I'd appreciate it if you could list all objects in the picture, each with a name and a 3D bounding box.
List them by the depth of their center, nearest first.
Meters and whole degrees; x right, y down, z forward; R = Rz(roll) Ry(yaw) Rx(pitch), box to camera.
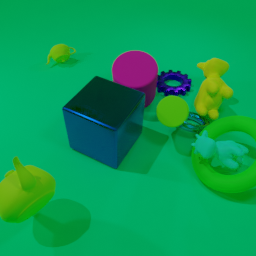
[{"bbox_3d":[-1.893,1.099,5.048,0.861,1.759,1.094,46,53,12],"label":"teapot"},{"bbox_3d":[1.972,0.451,6.050,1.042,0.581,1.059,30,20,27],"label":"cow figurine"},{"bbox_3d":[2.283,0.538,6.201,1.830,0.366,1.830,-20,50,27],"label":"ring"},{"bbox_3d":[1.058,-0.387,6.534,0.707,0.707,0.707,13,7,13],"label":"cylinder"},{"bbox_3d":[-0.529,-0.157,6.705,1.385,1.385,1.385,22,50,18],"label":"cube"},{"bbox_3d":[1.647,-0.178,7.347,1.065,0.213,1.065,11,26,-5],"label":"ring"},{"bbox_3d":[2.245,-1.109,7.646,0.825,1.504,1.480,16,27,-15],"label":"cow figurine"},{"bbox_3d":[0.196,-1.292,7.737,1.201,1.201,1.201,-1,65,2],"label":"cylinder"},{"bbox_3d":[1.401,-1.406,8.748,1.135,0.210,1.135,0,46,0],"label":"gear"},{"bbox_3d":[-2.301,-2.468,9.479,1.105,0.687,0.541,-21,82,-5],"label":"teapot"}]
